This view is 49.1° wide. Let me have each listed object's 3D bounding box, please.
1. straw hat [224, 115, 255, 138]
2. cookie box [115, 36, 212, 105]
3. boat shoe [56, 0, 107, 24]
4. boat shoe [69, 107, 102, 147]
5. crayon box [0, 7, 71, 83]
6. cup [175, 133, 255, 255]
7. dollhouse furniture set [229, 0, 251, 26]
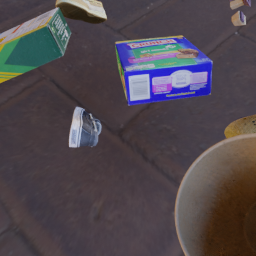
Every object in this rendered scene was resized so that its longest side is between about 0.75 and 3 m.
[{"bbox_3d":[2.197,0.222,4.799,0.969,2.289,2.289,-8,54,6],"label":"straw hat"},{"bbox_3d":[0.670,-1.380,6.243,1.747,0.768,2.043,-8,32,-4],"label":"cookie box"},{"bbox_3d":[-1.325,-3.431,7.874,0.697,1.885,0.626,-9,92,29],"label":"boat shoe"},{"bbox_3d":[-0.737,-0.016,4.983,0.521,0.551,1.537,8,11,-10],"label":"boat shoe"},{"bbox_3d":[-2.535,-1.553,5.841,2.585,0.667,1.625,-20,33,8],"label":"crayon box"},{"bbox_3d":[1.832,1.243,3.784,1.963,1.404,1.963,-24,50,31],"label":"cup"},{"bbox_3d":[3.153,-3.886,7.519,1.201,1.692,1.340,-11,67,39],"label":"dollhouse furniture set"}]
